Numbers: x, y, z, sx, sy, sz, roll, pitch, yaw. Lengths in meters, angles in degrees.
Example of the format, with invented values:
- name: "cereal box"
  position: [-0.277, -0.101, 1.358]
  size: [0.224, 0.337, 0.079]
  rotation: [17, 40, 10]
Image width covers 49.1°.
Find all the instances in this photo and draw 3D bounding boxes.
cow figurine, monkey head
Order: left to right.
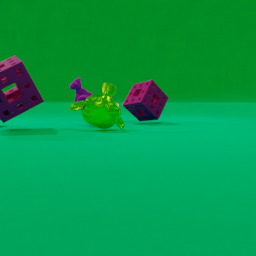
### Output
- name: "cow figurine"
  position: [-1.725, -1.362, 10.571]
  size: [0.993, 0.977, 0.545]
  rotation: [20, 33, -2]
- name: "monkey head"
  position: [-0.714, -0.598, 7.766]
  size: [1.646, 1.184, 0.992]
  rotation: [21, -33, -12]

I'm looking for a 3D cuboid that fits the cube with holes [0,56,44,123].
- name: "cube with holes"
  position: [-3.216, -1.085, 7.588]
  size: [1.187, 1.187, 1.187]
  rotation: [-32, 33, -16]

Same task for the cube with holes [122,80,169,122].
- name: "cube with holes"
  position: [0.628, -0.940, 9.935]
  size: [0.984, 0.984, 0.984]
  rotation: [42, -27, -30]

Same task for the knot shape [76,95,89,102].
- name: "knot shape"
  position: [-1.148, -0.476, 8.970]
  size: [0.524, 1.134, 1.061]
  rotation: [-35, 48, -5]
